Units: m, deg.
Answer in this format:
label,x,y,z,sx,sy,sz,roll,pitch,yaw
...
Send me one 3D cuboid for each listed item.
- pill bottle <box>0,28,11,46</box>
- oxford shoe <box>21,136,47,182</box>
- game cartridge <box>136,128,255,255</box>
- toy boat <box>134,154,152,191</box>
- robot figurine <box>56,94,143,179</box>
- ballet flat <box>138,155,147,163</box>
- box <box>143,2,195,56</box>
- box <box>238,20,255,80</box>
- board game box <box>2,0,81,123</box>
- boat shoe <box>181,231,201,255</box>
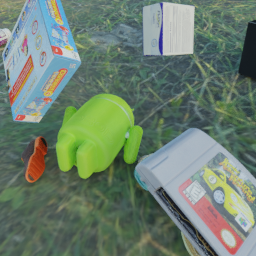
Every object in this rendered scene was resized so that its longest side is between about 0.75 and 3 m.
label,x,y,z,sx,sy,sz,roll,pitch,yaw
pill bottle,-5.931,-4.126,12.814,0.664,0.664,1.183,16,41,19
oxford shoe,-2.353,0.806,6.857,0.507,0.498,1.398,-19,35,12
game cartridge,1.666,1.339,5.129,1.879,0.577,2.823,-29,72,-41
toy boat,0.710,1.180,5.985,1.309,1.100,0.608,51,42,9
robot figurine,-0.740,0.082,6.917,2.149,1.417,2.450,15,41,18
ballet flat,1.203,0.940,6.371,2.180,0.733,0.742,23,42,26
box,0.893,-2.117,6.116,1.121,1.031,0.588,-16,21,-42
box,5.614,-3.156,10.506,2.806,1.980,1.106,-23,37,-27
board game box,-2.049,-1.567,6.245,0.599,2.144,2.100,5,55,-42
boat shoe,1.298,1.732,5.362,0.510,0.542,1.425,7,49,-15
